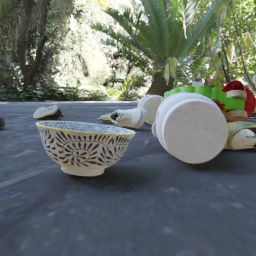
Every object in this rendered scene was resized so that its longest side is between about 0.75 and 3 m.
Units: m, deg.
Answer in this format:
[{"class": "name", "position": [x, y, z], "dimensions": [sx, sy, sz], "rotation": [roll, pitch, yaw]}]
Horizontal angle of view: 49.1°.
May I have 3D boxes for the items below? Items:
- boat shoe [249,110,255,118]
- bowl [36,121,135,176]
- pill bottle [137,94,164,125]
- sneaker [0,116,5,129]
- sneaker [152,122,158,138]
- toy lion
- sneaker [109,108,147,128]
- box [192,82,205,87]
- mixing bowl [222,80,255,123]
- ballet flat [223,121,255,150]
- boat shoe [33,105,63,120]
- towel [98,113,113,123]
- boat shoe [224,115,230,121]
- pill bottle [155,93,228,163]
[{"class": "boat shoe", "position": [6.627, -0.821, 15.169], "dimensions": [1.930, 0.604, 0.687], "rotation": [1, 8, 16]}, {"class": "bowl", "position": [-0.700, 0.339, 4.587], "dimensions": [1.587, 0.745, 1.587], "rotation": [6, 5, -1]}, {"class": "pill bottle", "position": [1.077, -0.874, 12.611], "dimensions": [1.260, 1.260, 2.299], "rotation": [0, 8, -3]}, {"class": "sneaker", "position": [-5.464, -0.278, 10.507], "dimensions": [1.635, 0.625, 0.936], "rotation": [12, 6, 36]}, {"class": "sneaker", "position": [1.584, -0.103, 8.533], "dimensions": [2.163, 0.797, 1.250], "rotation": [-16, -2, -16]}, {"class": "toy lion", "position": [2.341, -0.745, 9.367], "dimensions": [2.641, 0.946, 2.755], "rotation": [7, -10, -16]}, {"class": "sneaker", "position": [-0.056, -0.370, 10.465], "dimensions": [0.713, 0.735, 2.014], "rotation": [11, -12, -29]}, {"class": "box", "position": [2.414, -1.151, 9.564], "dimensions": [0.411, 0.494, 1.202], "rotation": [8, -8, 19]}, {"class": "mixing bowl", "position": [5.022, -1.062, 12.703], "dimensions": [1.093, 2.018, 2.018], "rotation": [15, 3, -16]}, {"class": "ballet flat", "position": [2.917, 0.215, 6.566], "dimensions": [2.003, 0.708, 0.708], "rotation": [-2, 7, -19]}, {"class": "boat shoe", "position": [-4.189, -0.680, 14.545], "dimensions": [2.025, 0.727, 0.685], "rotation": [-3, -35, 37]}, {"class": "towel", "position": [-0.310, -0.492, 13.269], "dimensions": [1.588, 0.391, 2.141], "rotation": [4, 8, 19]}, {"class": "boat shoe", "position": [4.093, -0.646, 12.590], "dimensions": [2.021, 0.726, 0.765], "rotation": [-8, 17, -21]}, {"class": "pill bottle", "position": [1.247, -0.079, 5.914], "dimensions": [1.325, 1.325, 2.337], "rotation": [1, 7, 5]}]
